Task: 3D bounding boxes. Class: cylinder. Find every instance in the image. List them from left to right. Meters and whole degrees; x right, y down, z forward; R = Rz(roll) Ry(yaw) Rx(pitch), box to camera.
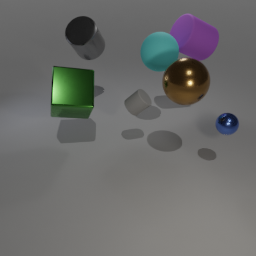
[{"bbox_3d":[-1.860,-3.932,12.370,1.400,1.400,1.400,8,-10,14],"label":"cylinder"},{"bbox_3d":[0.350,-0.900,9.846,0.700,0.700,0.700,-36,16,29],"label":"cylinder"},{"bbox_3d":[2.572,-3.537,11.006,1.400,1.400,1.400,12,22,-31],"label":"cylinder"}]

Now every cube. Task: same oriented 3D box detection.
[{"bbox_3d":[-1.986,-1.202,9.907,1.400,1.400,1.400,3,-15,-15],"label":"cube"}]

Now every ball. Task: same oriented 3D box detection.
[{"bbox_3d":[1.152,-2.771,10.224,1.400,1.400,1.400,0,31,0],"label":"ball"},{"bbox_3d":[1.718,-1.372,8.315,1.400,1.400,1.400,0,31,0],"label":"ball"},{"bbox_3d":[3.079,-0.126,8.699,0.700,0.700,0.700,0,31,0],"label":"ball"}]
